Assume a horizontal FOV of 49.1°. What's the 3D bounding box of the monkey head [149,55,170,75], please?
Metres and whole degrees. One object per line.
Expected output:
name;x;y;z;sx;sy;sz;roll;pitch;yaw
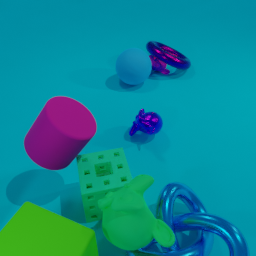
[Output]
monkey head;0.998;-2.285;10.310;0.672;0.802;1.115;13;31;-53

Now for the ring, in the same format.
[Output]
ring;1.489;-2.686;10.304;1.818;0.364;1.818;22;26;-11

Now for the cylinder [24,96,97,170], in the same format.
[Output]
cylinder;-1.316;0.108;5.449;1.055;1.055;1.055;28;35;-22

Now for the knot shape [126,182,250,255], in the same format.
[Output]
knot shape;1.152;2.057;5.006;1.930;0.953;2.063;29;49;28

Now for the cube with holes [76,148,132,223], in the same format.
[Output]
cube with holes;-0.488;1.197;5.942;1.010;1.010;1.010;-9;42;-10

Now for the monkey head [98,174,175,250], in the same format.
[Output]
monkey head;0.108;1.452;4.827;1.657;0.999;1.192;-9;21;47

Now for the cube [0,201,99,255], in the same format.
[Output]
cube;-1.374;2.278;4.463;1.349;1.349;1.349;17;44;18

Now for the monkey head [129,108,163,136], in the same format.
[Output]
monkey head;0.498;-0.046;7.589;0.758;0.905;1.258;33;17;5

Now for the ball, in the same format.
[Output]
ball;0.188;-2.081;9.491;1.223;1.223;1.223;0;42;0
